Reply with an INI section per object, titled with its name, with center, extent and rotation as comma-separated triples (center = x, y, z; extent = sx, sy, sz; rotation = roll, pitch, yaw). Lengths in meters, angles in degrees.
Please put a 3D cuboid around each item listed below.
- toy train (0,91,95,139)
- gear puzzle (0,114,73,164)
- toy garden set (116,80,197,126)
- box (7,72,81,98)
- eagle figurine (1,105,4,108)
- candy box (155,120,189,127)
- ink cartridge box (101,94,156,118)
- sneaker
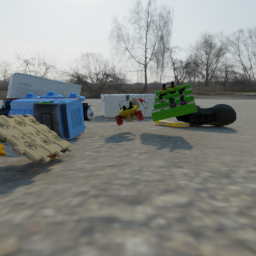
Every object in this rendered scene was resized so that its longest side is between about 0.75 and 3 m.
[toy train]
center = -2.211, -0.342, 7.262
extent = 2.617, 1.134, 1.495
rotation = 2, 14, 19
[gear puzzle]
center = -1.547, 0.215, 3.999
extent = 1.083, 0.274, 2.090
rotation = 35, 7, 3
[toy garden set]
center = 0.801, -0.851, 8.108
extent = 2.111, 0.505, 2.532
rotation = -13, 19, 13
[box]
center = -2.990, -0.985, 9.646
extent = 2.140, 1.399, 2.129
rotation = 8, 3, -26
[eagle figurine]
center = -5.822, -1.080, 14.575
extent = 1.151, 0.874, 0.869
rotation = 7, 29, 13
[candy box]
center = 1.472, -0.157, 9.428
extent = 0.553, 0.143, 1.082
rotation = -5, 9, -35
[ink cartridge box]
center = 0.026, -1.073, 13.131
extent = 2.470, 1.026, 1.811
rotation = -1, 7, -9
[sneaker]
center = 2.487, -0.341, 9.158
extent = 2.031, 0.771, 0.922
rotation = 2, 18, 43
